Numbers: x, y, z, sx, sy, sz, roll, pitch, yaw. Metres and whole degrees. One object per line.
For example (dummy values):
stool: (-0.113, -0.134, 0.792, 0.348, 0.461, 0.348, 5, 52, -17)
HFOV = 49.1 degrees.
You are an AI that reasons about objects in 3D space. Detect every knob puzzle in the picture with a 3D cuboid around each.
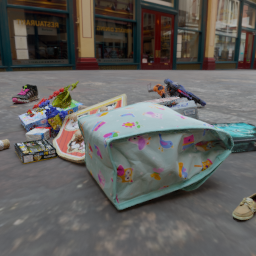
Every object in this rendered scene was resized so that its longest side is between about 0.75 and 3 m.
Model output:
knob puzzle: (-1.088, -0.016, 7.549, 2.601, 0.361, 2.601, -20, 35, 14)

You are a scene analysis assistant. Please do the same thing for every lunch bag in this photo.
lunch bag: (0.509, 0.336, 5.917, 2.628, 1.602, 2.238, -12, 18, -22)

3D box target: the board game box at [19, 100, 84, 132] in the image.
board game box: (-2.885, -0.514, 10.547, 2.143, 0.392, 1.621, -24, 24, -23)

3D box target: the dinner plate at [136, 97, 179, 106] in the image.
dinner plate: (0.828, -0.733, 8.309, 1.407, 0.171, 1.407, -9, 10, 2)

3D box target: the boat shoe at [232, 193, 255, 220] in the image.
boat shoe: (2.046, 1.312, 4.768, 0.798, 0.265, 0.295, -13, 20, -41)

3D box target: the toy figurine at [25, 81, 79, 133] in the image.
toy figurine: (-2.156, -0.458, 9.280, 2.278, 1.364, 1.201, -15, 30, 39)

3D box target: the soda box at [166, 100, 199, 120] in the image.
soda box: (0.667, -0.121, 8.118, 2.670, 0.847, 0.912, -9, 14, 11)

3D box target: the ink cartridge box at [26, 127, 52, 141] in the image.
ink cartridge box: (-2.801, 0.210, 8.884, 0.520, 0.301, 0.895, 2, 15, 6)

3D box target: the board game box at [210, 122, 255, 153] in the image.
board game box: (2.848, 0.266, 8.495, 2.796, 0.394, 1.891, -4, 15, -15)

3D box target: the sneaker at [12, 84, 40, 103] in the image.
sneaker: (-5.830, -1.986, 15.916, 0.819, 0.972, 2.221, 4, 15, 16)

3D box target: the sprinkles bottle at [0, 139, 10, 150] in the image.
sprinkles bottle: (-3.705, 0.517, 7.790, 0.266, 0.266, 0.778, 11, 19, 37)

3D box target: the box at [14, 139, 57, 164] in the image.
box: (-2.491, 0.594, 7.509, 0.874, 0.270, 1.095, -11, 18, -30)

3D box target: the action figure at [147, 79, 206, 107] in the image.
action figure: (2.433, -1.409, 14.089, 2.817, 1.474, 2.725, 26, 11, -24)

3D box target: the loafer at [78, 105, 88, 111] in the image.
loafer: (-0.913, -0.551, 10.428, 1.046, 0.914, 2.909, 6, 14, 25)
